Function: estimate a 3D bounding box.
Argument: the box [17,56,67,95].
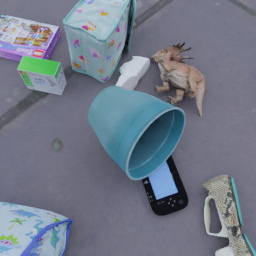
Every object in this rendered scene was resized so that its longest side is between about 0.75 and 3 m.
[{"bbox_3d":[-2.777,-1.714,9.196,1.245,1.099,0.602,12,64,5],"label":"box"}]

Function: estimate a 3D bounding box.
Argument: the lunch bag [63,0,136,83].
[{"bbox_3d":[-0.702,-3.313,9.264,1.699,2.373,2.786,26,66,6],"label":"lunch bag"}]

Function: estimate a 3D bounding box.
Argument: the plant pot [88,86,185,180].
[{"bbox_3d":[0.061,-0.064,7.569,2.162,2.162,2.031,-43,57,-18],"label":"plant pot"}]

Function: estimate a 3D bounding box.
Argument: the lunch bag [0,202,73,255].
[{"bbox_3d":[-2.789,2.578,6.034,2.355,2.770,1.765,8,75,8],"label":"lunch bag"}]

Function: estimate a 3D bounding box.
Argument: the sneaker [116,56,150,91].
[{"bbox_3d":[-0.032,-1.814,9.562,0.810,0.689,1.830,26,58,21],"label":"sneaker"}]

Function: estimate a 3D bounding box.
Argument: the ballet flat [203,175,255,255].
[{"bbox_3d":[2.643,2.715,7.250,1.124,1.013,2.986,-21,59,15],"label":"ballet flat"}]

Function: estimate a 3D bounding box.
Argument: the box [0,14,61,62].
[{"bbox_3d":[-3.881,-3.222,10.275,2.365,0.462,1.618,15,65,7],"label":"box"}]

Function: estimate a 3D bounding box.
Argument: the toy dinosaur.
[{"bbox_3d":[1.824,-1.778,9.257,2.797,1.201,1.896,44,52,8],"label":"toy dinosaur"}]

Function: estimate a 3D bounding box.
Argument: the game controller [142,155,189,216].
[{"bbox_3d":[0.935,1.437,8.048,1.058,0.427,2.028,-16,65,-7],"label":"game controller"}]
